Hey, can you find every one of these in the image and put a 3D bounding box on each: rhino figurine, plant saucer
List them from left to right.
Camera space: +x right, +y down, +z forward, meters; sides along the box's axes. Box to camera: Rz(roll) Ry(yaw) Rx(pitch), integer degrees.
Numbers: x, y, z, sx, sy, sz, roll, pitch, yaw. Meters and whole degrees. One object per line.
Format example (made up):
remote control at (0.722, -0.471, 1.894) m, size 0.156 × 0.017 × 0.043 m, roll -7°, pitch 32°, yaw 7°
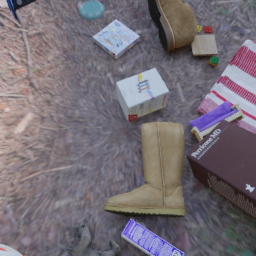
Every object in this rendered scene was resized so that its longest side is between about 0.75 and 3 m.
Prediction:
plant saucer at (-1.255, -4.148, 9.748) m, size 0.881 × 0.158 × 0.881 m, roll 0°, pitch 65°, yaw 0°
rhino figurine at (-0.570, 2.978, 6.190) m, size 2.301 × 0.688 × 1.006 m, roll 36°, pitch 70°, yaw 17°

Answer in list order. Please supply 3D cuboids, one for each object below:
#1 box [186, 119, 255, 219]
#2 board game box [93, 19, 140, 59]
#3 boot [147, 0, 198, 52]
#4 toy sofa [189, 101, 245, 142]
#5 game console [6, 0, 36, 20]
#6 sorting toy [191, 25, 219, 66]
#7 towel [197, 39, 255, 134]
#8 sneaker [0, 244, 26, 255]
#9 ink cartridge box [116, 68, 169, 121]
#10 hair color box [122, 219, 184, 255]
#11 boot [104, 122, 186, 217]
box at (2.876, 1.069, 6.167) m, size 1.442 × 1.079 × 2.881 m, roll -42°, pitch 41°, yaw -14°
board game box at (-0.381, -2.910, 9.137) m, size 1.091 × 0.225 × 1.089 m, roll 42°, pitch 72°, yaw 17°
boot at (1.337, -3.922, 9.121) m, size 1.129 × 1.102 × 2.993 m, roll -16°, pitch 74°, yaw -2°
toy sofa at (2.342, -0.207, 7.498) m, size 1.338 × 0.554 × 0.653 m, roll -29°, pitch 81°, yaw 3°
game console at (-2.890, -3.844, 7.181) m, size 0.958 × 1.619 × 1.382 m, roll 22°, pitch 52°, yaw 31°
sorting toy at (2.401, -2.645, 8.992) m, size 0.768 × 0.269 × 1.593 m, roll -1°, pitch 66°, yaw -1°
towel at (3.392, -1.025, 7.770) m, size 1.841 × 0.291 × 2.557 m, roll 35°, pitch 91°, yaw 15°
sneaker at (-2.177, 2.810, 5.445) m, size 0.968 × 1.286 × 2.750 m, roll -15°, pitch 27°, yaw -42°
ink cartridge box at (0.396, -0.925, 7.859) m, size 1.220 × 0.887 × 0.883 m, roll -21°, pitch 67°, yaw -9°
hair color box at (0.520, 2.625, 6.311) m, size 1.346 × 0.736 × 0.436 m, roll 31°, pitch 68°, yaw 13°
boot at (0.461, 0.999, 7.084) m, size 2.066 × 0.780 × 2.359 m, roll 6°, pitch 66°, yaw -12°
